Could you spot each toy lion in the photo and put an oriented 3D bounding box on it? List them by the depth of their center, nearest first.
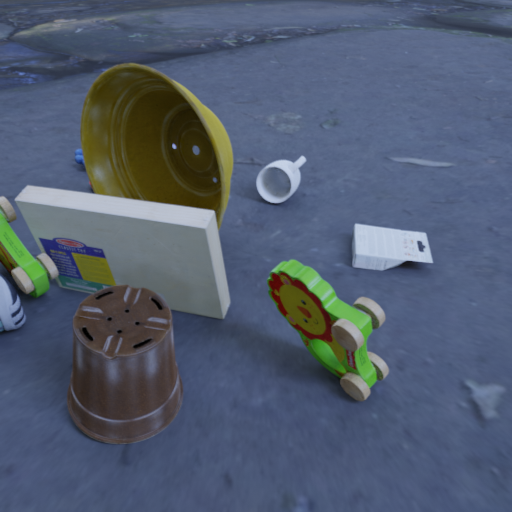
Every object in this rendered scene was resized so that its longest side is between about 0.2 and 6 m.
[{"bbox_3d":[0.852,0.879,7.312,1.671,1.743,0.598,28,57,38],"label":"toy lion"},{"bbox_3d":[-4.015,-0.055,9.169,0.617,1.722,1.796,-36,86,-28],"label":"toy lion"}]

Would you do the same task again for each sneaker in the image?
[{"bbox_3d":[-4.816,0.422,8.750,1.255,1.067,2.868,-32,45,-32],"label":"sneaker"}]

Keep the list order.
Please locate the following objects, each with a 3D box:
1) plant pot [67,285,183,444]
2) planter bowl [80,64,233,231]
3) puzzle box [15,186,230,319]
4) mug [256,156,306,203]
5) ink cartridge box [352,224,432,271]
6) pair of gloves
[{"bbox_3d":[-1.602,1.232,6.829,1.479,1.464,1.479,5,40,-4],"label":"plant pot"},{"bbox_3d":[-1.460,-1.725,9.944,3.400,3.400,1.416,21,34,29],"label":"planter bowl"},{"bbox_3d":[-1.950,-0.043,8.500,3.012,2.004,0.383,10,49,14],"label":"puzzle box"},{"bbox_3d":[0.642,-1.748,12.102,0.812,1.100,0.965,48,31,-2],"label":"mug"},{"bbox_3d":[2.447,-0.119,10.267,1.350,0.385,1.097,11,33,2],"label":"ink cartridge box"},{"bbox_3d":[-2.791,-2.183,13.383,2.692,0.381,3.348,-15,35,-22],"label":"pair of gloves"}]
